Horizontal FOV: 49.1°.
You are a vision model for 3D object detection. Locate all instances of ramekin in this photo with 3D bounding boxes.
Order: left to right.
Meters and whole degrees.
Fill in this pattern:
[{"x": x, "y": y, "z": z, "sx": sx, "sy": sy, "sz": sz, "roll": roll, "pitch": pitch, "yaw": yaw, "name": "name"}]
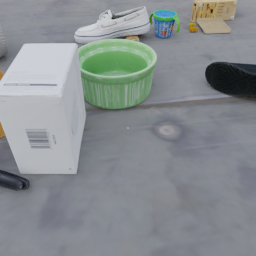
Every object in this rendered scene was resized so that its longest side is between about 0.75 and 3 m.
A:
[{"x": -0.364, "y": -1.550, "z": 7.999, "sx": 2.316, "sy": 1.131, "sz": 2.316, "roll": 0, "pitch": 40, "yaw": 0, "name": "ramekin"}]

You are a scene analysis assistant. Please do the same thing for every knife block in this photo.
[{"x": 4.009, "y": -5.955, "z": 13.388, "sx": 2.763, "sy": 0.884, "sz": 2.425, "roll": -7, "pitch": 40, "yaw": -8, "name": "knife block"}]

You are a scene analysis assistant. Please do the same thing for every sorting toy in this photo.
[{"x": 3.407, "y": -4.366, "z": 12.057, "sx": 1.711, "sy": 0.229, "sz": 1.275, "roll": -3, "pitch": 45, "yaw": -4, "name": "sorting toy"}]

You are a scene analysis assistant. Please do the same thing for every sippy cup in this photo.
[{"x": 1.443, "y": -4.135, "z": 11.226, "sx": 0.965, "sy": 0.900, "sz": 1.229, "roll": -10, "pitch": 42, "yaw": -13, "name": "sippy cup"}]

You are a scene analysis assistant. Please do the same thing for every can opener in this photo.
[{"x": -2.837, "y": 0.953, "z": 5.631, "sx": 1.820, "sy": 0.716, "sz": 0.577, "roll": 9, "pitch": 2, "yaw": 6, "name": "can opener"}]

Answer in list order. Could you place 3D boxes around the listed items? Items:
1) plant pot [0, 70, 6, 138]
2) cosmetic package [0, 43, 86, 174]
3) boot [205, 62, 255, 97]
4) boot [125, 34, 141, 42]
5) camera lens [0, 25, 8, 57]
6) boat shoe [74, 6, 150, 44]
[{"x": -3.677, "y": -0.879, "z": 6.730, "sx": 1.914, "sy": 1.752, "sz": 1.914, "roll": 0, "pitch": 41, "yaw": 0, "name": "plant pot"}, {"x": -1.688, "y": -0.435, "z": 5.988, "sx": 1.253, "sy": 2.032, "sz": 2.039, "roll": 1, "pitch": 40, "yaw": 1, "name": "cosmetic package"}, {"x": 3.756, "y": -1.654, "z": 8.341, "sx": 2.344, "sy": 0.895, "sz": 1.969, "roll": 20, "pitch": 37, "yaw": 32, "name": "boot"}, {"x": 0.346, "y": -3.663, "z": 11.116, "sx": 0.970, "sy": 0.366, "sz": 1.108, "roll": -13, "pitch": 39, "yaw": 5, "name": "boot"}, {"x": -5.282, "y": -2.961, "z": 9.228, "sx": 2.091, "sy": 1.672, "sz": 1.672, "roll": -21, "pitch": 45, "yaw": -23, "name": "camera lens"}, {"x": -0.674, "y": -4.062, "z": 10.820, "sx": 2.992, "sy": 0.999, "sz": 1.100, "roll": -11, "pitch": 40, "yaw": 1, "name": "boat shoe"}]
